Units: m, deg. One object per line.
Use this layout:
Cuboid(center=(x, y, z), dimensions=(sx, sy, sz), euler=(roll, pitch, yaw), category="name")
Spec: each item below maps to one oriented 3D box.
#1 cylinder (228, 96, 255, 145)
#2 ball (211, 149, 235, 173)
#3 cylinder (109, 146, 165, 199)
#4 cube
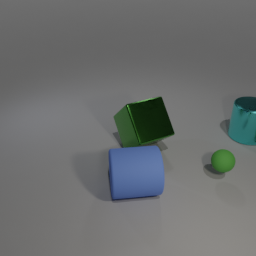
Cuboid(center=(4.623, -0.287, 10.609), dimensions=(1.400, 1.400, 1.400), euler=(0, 31, 0), category="cylinder")
Cuboid(center=(2.860, 0.987, 8.427), dimensions=(0.700, 0.700, 0.700), euler=(0, 30, 0), category="ball")
Cuboid(center=(0.195, 1.245, 7.943), dimensions=(1.400, 1.400, 1.400), euler=(-4, 30, -6), category="cylinder")
Cuboid(center=(0.518, -0.111, 9.762), dimensions=(1.400, 1.400, 1.400), euler=(-15, -8, -24), category="cube")
